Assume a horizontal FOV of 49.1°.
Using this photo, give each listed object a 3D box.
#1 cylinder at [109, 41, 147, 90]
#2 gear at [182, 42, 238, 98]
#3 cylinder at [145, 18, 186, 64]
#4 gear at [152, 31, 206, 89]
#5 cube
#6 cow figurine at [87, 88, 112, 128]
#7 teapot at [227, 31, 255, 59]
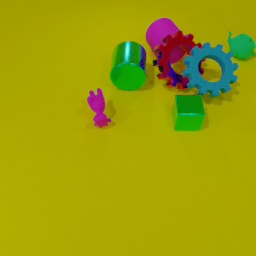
[{"bbox_3d":[0.020,-1.888,8.515,1.079,1.079,1.079,3,53,2],"label":"cylinder"},{"bbox_3d":[2.335,-1.650,7.964,1.529,0.283,1.529,1,81,-5],"label":"gear"},{"bbox_3d":[1.270,-2.866,9.240,1.092,1.092,1.092,-17,55,-12],"label":"cylinder"},{"bbox_3d":[1.556,-2.021,8.417,1.668,0.308,1.668,-1,94,-22],"label":"gear"},{"bbox_3d":[1.627,-0.413,7.635,0.720,0.720,0.720,1,53,0],"label":"cube"},{"bbox_3d":[-0.790,-0.528,7.685,0.518,0.928,0.944,-15,29,6],"label":"cow figurine"},{"bbox_3d":[3.808,-2.799,9.340,1.382,0.677,0.859,23,55,-8],"label":"teapot"}]
